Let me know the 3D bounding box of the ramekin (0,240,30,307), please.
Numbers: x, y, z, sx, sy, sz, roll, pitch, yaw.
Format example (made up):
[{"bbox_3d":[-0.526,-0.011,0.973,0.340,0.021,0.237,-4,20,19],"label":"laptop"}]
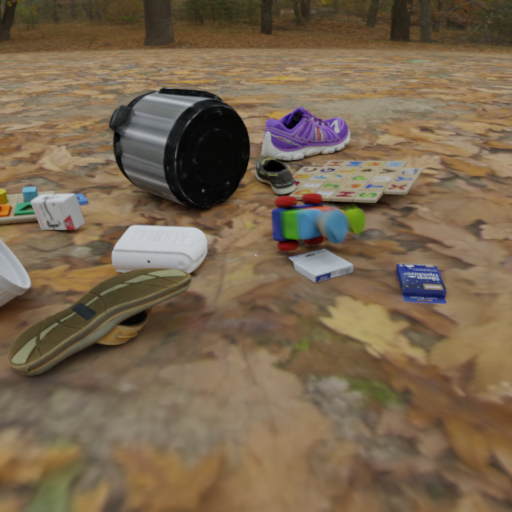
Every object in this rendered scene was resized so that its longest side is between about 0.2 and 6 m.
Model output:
[{"bbox_3d":[-3.784,0.125,7.370,0.765,1.458,1.458,-40,34,-5],"label":"ramekin"}]

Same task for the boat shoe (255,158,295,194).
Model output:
[{"bbox_3d":[0.396,-1.907,12.516,0.625,0.528,1.754,-20,29,-12],"label":"boat shoe"}]

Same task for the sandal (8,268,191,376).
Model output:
[{"bbox_3d":[-1.843,0.823,6.918,2.336,0.631,0.938,-33,34,-26],"label":"sandal"}]

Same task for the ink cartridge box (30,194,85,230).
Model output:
[{"bbox_3d":[-3.592,-0.790,10.147,0.810,0.595,0.336,1,30,25],"label":"ink cartridge box"}]

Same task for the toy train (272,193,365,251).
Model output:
[{"bbox_3d":[1.288,-0.600,9.220,1.178,0.862,2.037,5,12,41],"label":"toy train"}]

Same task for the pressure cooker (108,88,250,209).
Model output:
[{"bbox_3d":[-1.693,-2.253,11.529,2.525,2.221,2.256,21,45,39],"label":"pressure cooker"}]

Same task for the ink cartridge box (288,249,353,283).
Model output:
[{"bbox_3d":[1.003,0.145,8.794,0.746,0.152,0.747,-14,28,-27],"label":"ink cartridge box"}]

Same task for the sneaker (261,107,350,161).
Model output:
[{"bbox_3d":[1.451,-3.392,15.053,1.242,1.285,3.081,23,33,40],"label":"sneaker"}]

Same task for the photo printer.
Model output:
[{"bbox_3d":[-1.474,-0.103,8.942,1.361,0.472,1.132,2,24,3],"label":"photo printer"}]

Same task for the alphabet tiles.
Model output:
[{"bbox_3d":[2.045,-1.673,12.209,2.843,0.090,2.366,6,30,29],"label":"alphabet tiles"}]

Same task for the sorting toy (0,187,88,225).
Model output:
[{"bbox_3d":[-4.798,-1.036,11.054,2.818,0.384,1.587,-7,26,-14],"label":"sorting toy"}]

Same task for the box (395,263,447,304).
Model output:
[{"bbox_3d":[2.432,0.388,8.275,0.618,0.165,1.021,3,26,6],"label":"box"}]
